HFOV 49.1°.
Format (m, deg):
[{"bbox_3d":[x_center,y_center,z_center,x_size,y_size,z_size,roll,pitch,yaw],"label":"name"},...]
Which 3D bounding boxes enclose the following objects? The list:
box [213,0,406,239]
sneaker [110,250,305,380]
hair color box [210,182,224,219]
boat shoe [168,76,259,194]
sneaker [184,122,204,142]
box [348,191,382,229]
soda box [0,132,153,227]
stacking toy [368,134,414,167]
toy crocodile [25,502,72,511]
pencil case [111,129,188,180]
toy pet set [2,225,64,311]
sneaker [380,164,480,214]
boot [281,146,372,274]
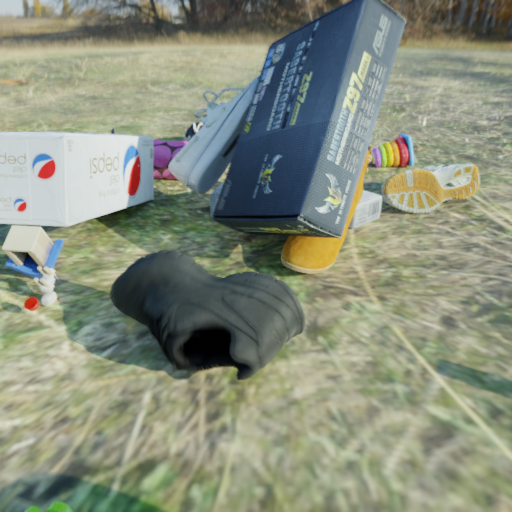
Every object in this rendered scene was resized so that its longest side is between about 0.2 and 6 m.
[{"bbox_3d":[0.739,-2.103,9.226,0.914,3.582,2.825,21,-6,-30],"label":"box"},{"bbox_3d":[-0.865,0.708,6.714,2.791,1.060,1.267,5,37,35],"label":"sneaker"},{"bbox_3d":[0.057,-1.051,11.166,1.779,0.539,0.881,5,25,13],"label":"hair color box"},{"bbox_3d":[-0.734,-2.654,11.130,1.239,2.907,1.074,34,-5,18],"label":"boat shoe"},{"bbox_3d":[-1.569,-3.535,16.179,0.753,0.762,1.920,-13,27,-22],"label":"sneaker"},{"bbox_3d":[1.826,-0.975,11.047,0.869,0.496,0.945,-21,33,-39],"label":"box"},{"bbox_3d":[-3.086,-1.502,10.127,1.301,1.392,4.087,3,12,8],"label":"soda box"},{"bbox_3d":[3.224,-2.554,14.274,1.449,0.795,0.841,-12,19,0],"label":"stacking toy"},{"bbox_3d":[-1.417,2.291,4.409,1.213,0.375,0.410,12,27,14],"label":"toy crocodile"},{"bbox_3d":[-2.471,-2.423,13.527,2.335,1.060,1.094,10,28,14],"label":"pencil case"},{"bbox_3d":[-3.591,0.314,8.374,1.547,0.821,1.444,4,58,10],"label":"toy pet set"},{"bbox_3d":[3.503,-1.419,11.825,2.415,0.914,1.059,-9,11,-24],"label":"sneaker"},{"bbox_3d":[1.209,-0.943,9.306,0.909,1.850,2.585,20,30,16],"label":"boot"}]
